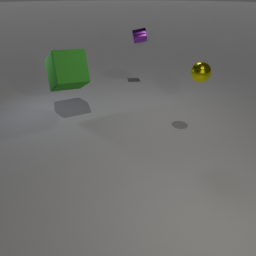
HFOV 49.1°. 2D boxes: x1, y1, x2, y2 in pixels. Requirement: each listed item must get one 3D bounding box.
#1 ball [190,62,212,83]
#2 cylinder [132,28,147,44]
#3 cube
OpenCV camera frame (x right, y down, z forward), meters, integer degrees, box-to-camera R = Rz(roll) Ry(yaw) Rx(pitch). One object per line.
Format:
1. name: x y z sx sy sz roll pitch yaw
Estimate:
1. ball: 2.481 -1.899 9.526 0.700 0.700 0.700 0 28 0
2. cylinder: 0.617 -4.843 14.725 0.700 0.700 0.700 -11 28 3
3. cube: -2.560 -2.409 11.778 1.400 1.400 1.400 -11 0 -27
